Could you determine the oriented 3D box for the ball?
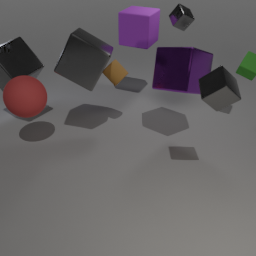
[{"bbox_3d":[-3.425,-1.047,9.369,1.400,1.400,1.400,0,31,0],"label":"ball"}]

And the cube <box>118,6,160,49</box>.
[{"bbox_3d":[0.495,-4.434,12.300,1.400,1.400,1.400,15,38,20],"label":"cube"}]

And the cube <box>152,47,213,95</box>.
[{"bbox_3d":[1.840,-1.914,9.459,1.400,1.400,1.400,15,13,42],"label":"cube"}]

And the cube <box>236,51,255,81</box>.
[{"bbox_3d":[4.668,-2.365,10.693,0.700,0.700,0.700,31,-6,12],"label":"cube"}]

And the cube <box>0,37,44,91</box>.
[{"bbox_3d":[-4.322,-2.292,10.609,1.400,1.400,1.400,-45,11,-36],"label":"cube"}]

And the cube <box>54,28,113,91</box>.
[{"bbox_3d":[-1.456,-2.343,9.503,1.400,1.400,1.400,28,24,-12],"label":"cube"}]

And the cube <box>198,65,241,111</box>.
[{"bbox_3d":[2.275,-0.970,6.984,0.700,0.700,0.700,29,47,-33],"label":"cube"}]

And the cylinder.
[{"bbox_3d":[-0.465,-2.038,10.328,0.700,0.700,0.700,46,35,-8],"label":"cylinder"}]

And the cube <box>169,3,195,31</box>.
[{"bbox_3d":[2.302,-4.748,12.044,0.700,0.700,0.700,9,54,-35],"label":"cube"}]
